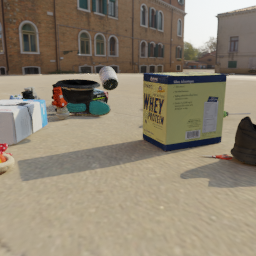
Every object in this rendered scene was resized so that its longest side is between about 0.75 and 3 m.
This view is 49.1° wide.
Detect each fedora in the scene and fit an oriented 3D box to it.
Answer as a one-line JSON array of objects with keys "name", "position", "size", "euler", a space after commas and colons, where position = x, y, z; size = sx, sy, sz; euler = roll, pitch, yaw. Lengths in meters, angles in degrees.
[{"name": "fedora", "position": [-1.812, -1.305, 10.157], "size": [1.633, 0.746, 1.633], "euler": [2, 20, -1]}]

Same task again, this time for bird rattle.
[{"name": "bird rattle", "position": [-3.403, 0.840, 6.997], "size": [1.176, 0.813, 1.443], "euler": [19, 8, 23]}]

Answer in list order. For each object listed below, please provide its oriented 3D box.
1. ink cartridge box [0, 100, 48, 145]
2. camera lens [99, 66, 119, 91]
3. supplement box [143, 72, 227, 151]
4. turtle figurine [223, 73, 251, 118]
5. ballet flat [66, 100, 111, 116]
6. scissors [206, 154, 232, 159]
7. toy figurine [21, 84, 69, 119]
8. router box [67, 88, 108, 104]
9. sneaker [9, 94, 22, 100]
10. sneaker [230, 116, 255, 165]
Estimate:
[{"name": "ink cartridge box", "position": [-4.356, -0.322, 10.153], "size": [1.913, 1.104, 2.637], "euler": [1, 14, 6]}, {"name": "camera lens", "position": [-0.948, -2.407, 13.714], "size": [0.820, 0.820, 1.025], "euler": [-5, 51, -18]}, {"name": "supplement box", "position": [1.786, -0.653, 9.145], "size": [2.247, 2.244, 1.508], "euler": [-7, 16, -24]}, {"name": "turtle figurine", "position": [3.786, -1.376, 12.746], "size": [2.721, 1.958, 2.638], "euler": [8, 20, 42]}, {"name": "ballet flat", "position": [-1.864, -0.958, 13.604], "size": [2.202, 0.792, 0.792], "euler": [3, 14, 9]}, {"name": "scissors", "position": [2.442, 0.805, 7.852], "size": [0.924, 0.064, 0.338], "euler": [0, 16, -6]}, {"name": "toy figurine", "position": [-3.823, -1.148, 13.030], "size": [2.123, 1.500, 2.156], "euler": [-10, 18, -16]}, {"name": "router box", "position": [-2.544, -1.801, 16.233], "size": [1.817, 0.753, 2.424], "euler": [18, 21, 27]}, {"name": "sneaker", "position": [-6.505, -1.752, 16.936], "size": [0.581, 0.591, 1.535], "euler": [4, 14, 23]}, {"name": "sneaker", "position": [4.199, 0.356, 7.093], "size": [2.929, 1.329, 1.112], "euler": [5, 14, 16]}]
